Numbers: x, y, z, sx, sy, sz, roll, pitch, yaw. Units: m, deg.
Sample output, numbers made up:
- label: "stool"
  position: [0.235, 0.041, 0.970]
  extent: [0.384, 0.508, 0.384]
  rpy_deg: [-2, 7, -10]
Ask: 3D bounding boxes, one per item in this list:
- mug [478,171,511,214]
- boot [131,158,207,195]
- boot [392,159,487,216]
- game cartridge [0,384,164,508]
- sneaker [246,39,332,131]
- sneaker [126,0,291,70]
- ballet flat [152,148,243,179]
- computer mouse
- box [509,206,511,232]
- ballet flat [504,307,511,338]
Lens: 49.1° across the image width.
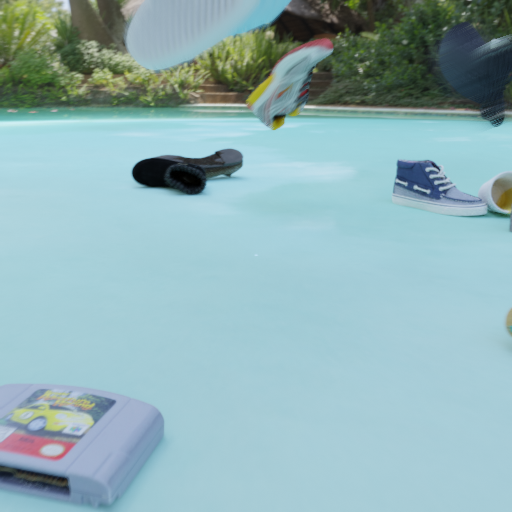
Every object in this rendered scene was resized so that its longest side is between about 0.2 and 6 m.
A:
- label: "mug"
  position: [4.788, -1.107, 10.900]
  extent: [0.795, 0.993, 0.815]
  rpy_deg: [-32, 2, -3]
- label: "boot"
  position: [-2.103, -1.904, 13.334]
  extent: [1.920, 0.722, 1.435]
  rpy_deg: [0, 17, -2]
- label: "boot"
  position: [3.644, -1.404, 11.273]
  extent: [0.762, 0.946, 2.094]
  rpy_deg: [-15, 22, -40]
- label: "game cartridge"
  position: [-1.386, 1.206, 3.783]
  extent: [1.386, 0.283, 0.922]
  rpy_deg: [4, 13, 13]
- label: "sneaker"
  position: [0.756, -3.259, 10.710]
  extent: [0.882, 0.931, 2.267]
  rpy_deg: [-35, -1, -37]
- label: "sneaker"
  position: [-0.270, -2.912, 6.612]
  extent: [2.602, 0.962, 1.066]
  rpy_deg: [-34, -19, 1]
- label: "ballet flat"
  position: [-1.718, -2.276, 14.911]
  extent: [2.966, 0.687, 0.999]
  rpy_deg: [-14, 53, -24]
- label: "computer mouse"
  position: [1.698, -1.537, 4.499]
  extent: [0.264, 0.695, 1.003]
  rpy_deg: [-13, 43, 1]
- label: "box"
  position: [5.663, -0.566, 9.169]
  extent: [1.773, 0.541, 2.239]
  rpy_deg: [-11, 20, -34]
- label: "ballet flat"
  position: [3.429, 0.444, 5.504]
  extent: [2.375, 0.815, 0.748]
  rpy_deg: [-6, -2, -25]
